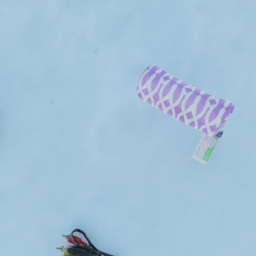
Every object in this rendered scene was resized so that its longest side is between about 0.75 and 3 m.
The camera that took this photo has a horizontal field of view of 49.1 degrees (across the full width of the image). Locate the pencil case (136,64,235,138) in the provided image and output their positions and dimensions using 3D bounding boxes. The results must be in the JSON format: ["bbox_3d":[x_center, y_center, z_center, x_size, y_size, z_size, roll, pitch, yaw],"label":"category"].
[{"bbox_3d":[1.382,-0.717,6.867,2.411,1.012,1.031,30,59,15],"label":"pencil case"}]

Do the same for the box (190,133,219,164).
[{"bbox_3d":[1.992,0.506,7.296,0.373,0.681,0.771,27,82,5],"label":"box"}]

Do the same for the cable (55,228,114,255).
[{"bbox_3d":[-0.940,3.151,7.176,1.779,0.448,0.864,19,67,-9],"label":"cable"}]
